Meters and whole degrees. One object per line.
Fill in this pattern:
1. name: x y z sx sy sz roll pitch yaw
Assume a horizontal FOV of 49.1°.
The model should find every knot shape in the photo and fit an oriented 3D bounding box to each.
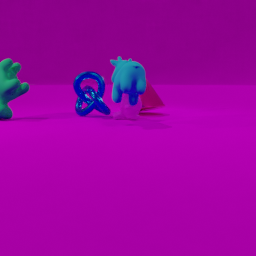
1. knot shape: -1.292 -1.173 9.591 1.671 1.564 0.772 13 30 35

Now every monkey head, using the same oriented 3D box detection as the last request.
1. monkey head: -0.048 -0.694 8.974 0.986 0.826 1.370 -9 29 1

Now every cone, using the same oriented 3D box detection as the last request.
1. cone: 0.529 -1.453 10.459 1.550 1.556 1.550 -8 -1 0

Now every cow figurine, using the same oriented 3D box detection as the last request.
1. cow figurine: -4.053 -1.159 8.973 1.695 1.722 0.945 -28 -13 11
2. cow figurine: -0.001 -1.508 7.971 0.937 1.680 1.708 7 -19 -14
